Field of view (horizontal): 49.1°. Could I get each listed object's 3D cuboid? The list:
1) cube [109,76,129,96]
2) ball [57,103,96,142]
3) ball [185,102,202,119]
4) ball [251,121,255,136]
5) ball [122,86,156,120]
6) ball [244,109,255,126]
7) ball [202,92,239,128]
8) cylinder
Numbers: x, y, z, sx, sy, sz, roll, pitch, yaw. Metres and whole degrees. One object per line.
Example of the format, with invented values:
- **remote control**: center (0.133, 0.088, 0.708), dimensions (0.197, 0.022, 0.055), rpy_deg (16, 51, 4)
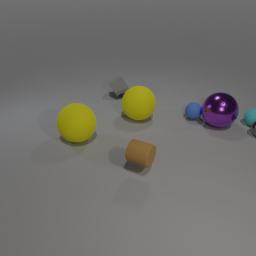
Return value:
- **cube**: center (-0.451, -2.059, 13.661), dimensions (0.700, 0.700, 0.700), rpy_deg (-34, 13, 2)
- **ball**: center (-1.836, -0.185, 10.023), dimensions (1.400, 1.400, 1.400), rpy_deg (0, 30, 0)
- **ball**: center (2.736, -0.723, 11.682), dimensions (0.700, 0.700, 0.700), rpy_deg (0, 30, 0)
- **ball**: center (4.995, 0.015, 10.487), dimensions (0.700, 0.700, 0.700), rpy_deg (0, 30, 0)
- **ball**: center (0.446, -1.022, 11.524), dimensions (1.400, 1.400, 1.400), rpy_deg (0, 30, 0)
- **ball**: center (5.049, -0.425, 11.252), dimensions (0.700, 0.700, 0.700), rpy_deg (0, 30, 0)
- **ball**: center (3.626, -0.705, 11.053), dimensions (1.400, 1.400, 1.400), rpy_deg (0, 30, 0)
- **cylinder**: center (0.383, 0.739, 8.284), dimensions (0.700, 0.700, 0.700), rpy_deg (17, 34, 24)
